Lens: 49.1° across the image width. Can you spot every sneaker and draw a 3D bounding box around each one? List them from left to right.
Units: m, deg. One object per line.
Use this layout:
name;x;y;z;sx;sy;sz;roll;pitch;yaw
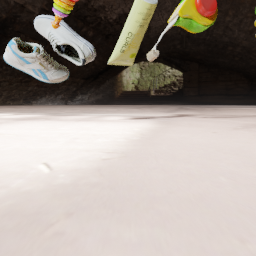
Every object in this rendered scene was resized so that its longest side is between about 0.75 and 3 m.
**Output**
sneaker;-2.810;-2.115;8.951;2.083;0.797;0.841;19;-41;-29
sneaker;-2.272;-3.018;9.566;2.470;0.902;0.875;32;43;5

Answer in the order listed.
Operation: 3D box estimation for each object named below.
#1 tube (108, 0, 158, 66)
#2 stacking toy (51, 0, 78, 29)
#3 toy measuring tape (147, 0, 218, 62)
tube;0.160;-2.826;8.487;0.695;2.396;0.622;30;44;0
stacking toy;-1.879;-3.440;8.004;0.748;1.289;0.708;17;28;-24
toy measuring tape;1.199;-2.006;5.533;0.819;2.225;0.819;28;-19;11
